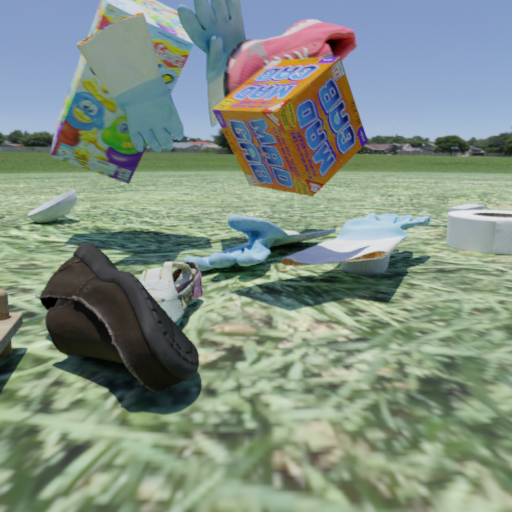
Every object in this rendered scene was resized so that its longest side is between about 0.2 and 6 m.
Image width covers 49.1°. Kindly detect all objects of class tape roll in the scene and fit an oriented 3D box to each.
[{"bbox_3d":[4.534,-0.473,10.570,1.807,0.632,1.807,1,11,0],"label":"tape roll"}]

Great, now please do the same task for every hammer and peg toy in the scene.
[{"bbox_3d":[-2.890,0.685,4.431,1.762,0.621,1.296,-2,11,-9],"label":"hammer and peg toy"}]

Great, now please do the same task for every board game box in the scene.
[{"bbox_3d":[0.434,-1.599,6.867,1.165,1.165,1.166,-45,38,-23],"label":"board game box"},{"bbox_3d":[-2.607,-3.258,10.720,1.635,3.117,1.606,18,33,-25],"label":"board game box"}]

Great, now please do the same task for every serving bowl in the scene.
[{"bbox_3d":[-5.088,-1.175,14.209,1.295,0.426,1.295,-23,18,8],"label":"serving bowl"}]

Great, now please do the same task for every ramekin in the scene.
[{"bbox_3d":[1.647,0.044,8.523,0.796,0.371,0.796,0,11,0],"label":"ramekin"}]

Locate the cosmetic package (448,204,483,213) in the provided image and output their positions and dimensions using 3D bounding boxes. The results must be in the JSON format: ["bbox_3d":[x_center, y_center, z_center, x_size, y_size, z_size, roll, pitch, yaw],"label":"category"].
[{"bbox_3d":[4.810,-0.870,12.868,0.415,0.570,1.122,10,13,42],"label":"cosmetic package"}]

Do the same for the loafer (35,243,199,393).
[{"bbox_3d":[-1.276,0.614,4.808,0.854,0.874,2.393,-43,29,-15],"label":"loafer"}]

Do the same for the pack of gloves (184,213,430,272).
[{"bbox_3d":[0.893,-0.493,8.980,3.254,0.764,3.873,-7,7,28],"label":"pack of gloves"}]

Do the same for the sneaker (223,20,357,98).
[{"bbox_3d":[0.600,-3.213,9.169,1.184,1.006,2.730,18,49,44],"label":"sneaker"}]

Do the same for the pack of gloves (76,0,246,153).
[{"bbox_3d":[-1.167,-2.873,9.521,2.597,0.610,3.092,-30,-25,-6],"label":"pack of gloves"}]

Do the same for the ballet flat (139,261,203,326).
[{"bbox_3d":[-0.974,0.384,6.079,0.590,0.607,1.706,0,11,11],"label":"ballet flat"}]
